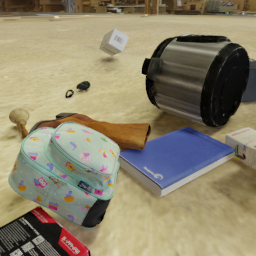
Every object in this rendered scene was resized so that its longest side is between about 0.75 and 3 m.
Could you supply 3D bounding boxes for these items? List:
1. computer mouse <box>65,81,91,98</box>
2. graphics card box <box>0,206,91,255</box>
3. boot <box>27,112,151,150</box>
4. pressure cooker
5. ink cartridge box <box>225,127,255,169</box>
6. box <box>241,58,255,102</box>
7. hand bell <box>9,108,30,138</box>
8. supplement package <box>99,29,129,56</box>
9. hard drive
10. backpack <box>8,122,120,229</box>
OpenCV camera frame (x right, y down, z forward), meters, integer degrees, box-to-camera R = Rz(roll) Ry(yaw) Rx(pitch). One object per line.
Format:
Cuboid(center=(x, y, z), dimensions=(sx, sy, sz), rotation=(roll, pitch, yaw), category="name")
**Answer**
Cuboid(center=(-2.025, -1.525, 11.356), dimensions=(0.444, 0.258, 1.514), rotation=(25, 40, 20), category="computer mouse")
Cuboid(center=(-1.783, 2.082, 3.713), dimensions=(1.413, 0.573, 2.253), rotation=(22, 33, 39), category="graphics card box")
Cuboid(center=(-0.885, 0.376, 6.992), dimensions=(2.662, 0.912, 2.507), rotation=(8, 17, 14), category="boot")
Cuboid(center=(1.917, -1.549, 8.781), dimensions=(2.906, 2.556, 2.596), rotation=(23, 60, 39), category="pressure cooker")
Cuboid(center=(3.136, 0.508, 6.926), dimensions=(0.875, 0.507, 1.209), rotation=(-15, 30, -27), category="ink cartridge box")
Cuboid(center=(3.933, -1.938, 10.923), dimensions=(2.447, 1.274, 2.228), rotation=(-4, 25, -7), category="box")
Cuboid(center=(-3.081, -0.043, 8.183), dimensions=(0.597, 0.597, 1.147), rotation=(-12, 41, -23), category="hand bell")
Cuboid(center=(-0.861, -5.000, 16.456), dimensions=(0.988, 0.992, 1.691), rotation=(24, -5, -24), category="supplement package")
Cuboid(center=(1.164, 0.672, 6.816), dimensions=(2.451, 0.311, 1.617), rotation=(-19, 32, -32), category="hard drive")
Cuboid(center=(-1.081, 0.694, 5.022), dimensions=(1.811, 1.389, 1.592), rotation=(21, 22, -2), category="backpack")
